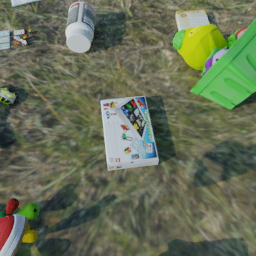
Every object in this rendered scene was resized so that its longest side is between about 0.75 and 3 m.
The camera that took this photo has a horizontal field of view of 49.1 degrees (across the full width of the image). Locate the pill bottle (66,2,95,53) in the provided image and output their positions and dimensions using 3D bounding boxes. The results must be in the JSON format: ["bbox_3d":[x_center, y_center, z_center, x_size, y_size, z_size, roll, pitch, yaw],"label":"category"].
[{"bbox_3d":[-1.580,-3.330,9.298,0.912,0.912,1.601,0,58,0],"label":"pill bottle"}]

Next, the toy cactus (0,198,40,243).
[{"bbox_3d":[-3.055,2.360,5.649,2.074,1.285,2.514,25,69,26],"label":"toy cactus"}]

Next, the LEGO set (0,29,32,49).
[{"bbox_3d":[-3.858,-3.123,9.559,1.124,0.276,0.840,-10,62,-6],"label":"LEGO set"}]

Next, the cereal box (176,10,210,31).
[{"bbox_3d":[2.299,-3.563,9.806,1.070,0.294,1.488,-2,58,-1],"label":"cereal box"}]

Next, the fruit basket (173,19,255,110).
[{"bbox_3d":[2.712,-2.287,8.122,2.989,2.156,2.989,5,68,-13],"label":"fruit basket"}]

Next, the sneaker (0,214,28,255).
[{"bbox_3d":[-1.833,1.183,2.989,0.968,1.722,0.613,37,39,-23],"label":"sneaker"}]

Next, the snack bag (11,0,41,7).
[{"bbox_3d":[-3.923,-5.492,11.105,1.723,0.184,1.625,-21,60,-13],"label":"snack bag"}]

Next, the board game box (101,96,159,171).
[{"bbox_3d":[-0.002,0.076,7.451,1.287,0.353,2.039,-6,58,-4],"label":"board game box"}]

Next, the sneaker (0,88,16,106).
[{"bbox_3d":[-3.730,-1.012,8.179,1.014,0.382,0.387,29,54,5],"label":"sneaker"}]
